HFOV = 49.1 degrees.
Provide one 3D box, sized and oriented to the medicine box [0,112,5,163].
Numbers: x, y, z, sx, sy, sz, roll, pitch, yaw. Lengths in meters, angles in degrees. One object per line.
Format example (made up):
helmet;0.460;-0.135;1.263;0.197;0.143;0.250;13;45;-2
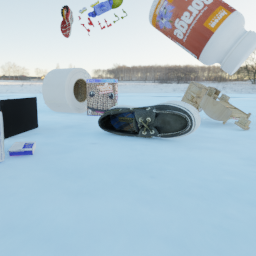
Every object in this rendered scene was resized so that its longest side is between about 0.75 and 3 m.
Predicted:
medicine box;-2.749;0.190;3.725;1.390;0.785;1.526;4;10;22

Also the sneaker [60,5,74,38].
sneaker;-1.895;-3.370;8.958;0.392;1.008;0.414;2;-3;21

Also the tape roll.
tape roll;-2.491;-1.591;11.921;1.315;1.915;1.915;4;9;30

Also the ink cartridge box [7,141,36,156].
ink cartridge box;-1.809;0.361;4.813;0.375;0.147;0.793;-2;6;-14

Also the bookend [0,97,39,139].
bookend;-3.465;-0.310;6.849;1.870;0.867;1.882;1;8;6

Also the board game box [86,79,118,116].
board game box;-0.998;-1.210;11.010;1.131;1.418;0.687;0;8;6

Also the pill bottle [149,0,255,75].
pill bottle;1.688;-2.241;6.217;2.292;1.286;1.286;41;21;13

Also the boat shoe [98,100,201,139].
boat shoe;0.364;-0.110;6.138;2.411;0.827;0.683;2;21;39

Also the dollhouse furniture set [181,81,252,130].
dollhouse furniture set;2.818;-0.303;8.709;2.123;1.215;2.489;1;32;-44

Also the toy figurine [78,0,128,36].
toy figurine;-0.717;-3.806;9.178;1.750;0.923;1.048;-28;18;-9
